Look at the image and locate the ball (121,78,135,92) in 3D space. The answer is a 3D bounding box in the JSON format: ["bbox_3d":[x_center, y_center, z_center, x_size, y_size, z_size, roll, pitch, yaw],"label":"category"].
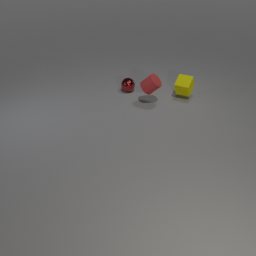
[{"bbox_3d":[0.001,-2.143,13.924,0.700,0.700,0.700,0,33,0],"label":"ball"}]

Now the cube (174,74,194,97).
[{"bbox_3d":[2.655,-2.008,13.190,0.700,0.700,0.700,17,65,25],"label":"cube"}]

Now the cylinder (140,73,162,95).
[{"bbox_3d":[1.020,-1.950,12.458,0.700,0.700,0.700,-33,15,35],"label":"cylinder"}]
